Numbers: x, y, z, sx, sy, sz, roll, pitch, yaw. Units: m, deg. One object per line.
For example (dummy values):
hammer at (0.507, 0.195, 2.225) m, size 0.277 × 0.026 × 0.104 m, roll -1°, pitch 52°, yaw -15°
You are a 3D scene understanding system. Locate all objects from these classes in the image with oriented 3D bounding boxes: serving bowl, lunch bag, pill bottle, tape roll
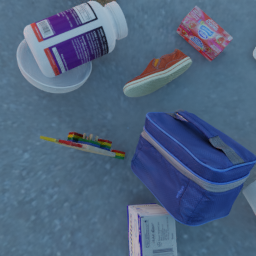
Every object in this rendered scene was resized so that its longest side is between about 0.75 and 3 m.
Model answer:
serving bowl at (-2.207, -1.852, 8.408) m, size 2.138 × 0.703 × 2.138 m, roll 11°, pitch 56°, yaw -18°
lunch bag at (1.517, 0.681, 7.095) m, size 1.988 × 2.926 × 1.936 m, roll -3°, pitch 123°, yaw -38°
pill bottle at (-1.422, -2.590, 7.960) m, size 2.681 × 1.507 × 1.507 m, roll -25°, pitch 84°, yaw -9°
tape roll at (4.610, 1.836, 6.959) m, size 2.769 × 2.769 × 1.901 m, roll -21°, pitch 62°, yaw -2°

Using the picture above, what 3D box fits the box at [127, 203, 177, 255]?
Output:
box at (0.595, 2.979, 7.507) m, size 0.933 × 1.779 × 1.636 m, roll -1°, pitch 83°, yaw -10°

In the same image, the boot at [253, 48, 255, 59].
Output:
boot at (4.711, -2.802, 8.831) m, size 1.735 × 0.784 × 0.631 m, roll -43°, pitch 85°, yaw 21°

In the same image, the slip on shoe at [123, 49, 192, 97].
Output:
slip on shoe at (0.822, -1.660, 8.414) m, size 2.457 × 0.910 × 0.752 m, roll -32°, pitch 76°, yaw -21°

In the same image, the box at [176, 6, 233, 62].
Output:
box at (2.348, -2.899, 8.699) m, size 1.520 × 0.758 × 0.726 m, roll 42°, pitch 85°, yaw 0°

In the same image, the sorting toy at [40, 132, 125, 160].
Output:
sorting toy at (-1.195, 0.404, 7.828) m, size 1.252 × 2.596 × 0.439 m, roll 7°, pitch 80°, yaw 34°

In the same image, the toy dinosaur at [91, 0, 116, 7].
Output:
toy dinosaur at (-1.331, -4.700, 8.359) m, size 1.734 × 2.559 × 1.098 m, roll -18°, pitch 62°, yaw 1°
